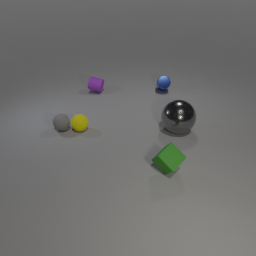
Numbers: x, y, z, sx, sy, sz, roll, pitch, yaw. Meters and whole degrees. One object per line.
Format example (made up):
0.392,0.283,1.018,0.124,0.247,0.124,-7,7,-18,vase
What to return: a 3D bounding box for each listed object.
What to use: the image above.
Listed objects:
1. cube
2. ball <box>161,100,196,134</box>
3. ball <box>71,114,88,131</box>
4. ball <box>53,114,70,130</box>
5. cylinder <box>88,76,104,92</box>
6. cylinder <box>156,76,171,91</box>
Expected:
1.334,1.007,9.183,0.700,0.700,0.700,46,68,4,cube
2.055,-0.447,11.384,1.400,1.400,1.400,0,31,0,ball
-2.007,-0.216,11.617,0.700,0.700,0.700,0,31,0,ball
-2.770,-0.250,11.645,0.700,0.700,0.700,0,31,0,ball
-1.699,-2.331,14.864,0.700,0.700,0.700,15,33,4,cylinder
1.892,-2.371,15.004,0.700,0.700,0.700,0,-4,0,cylinder
